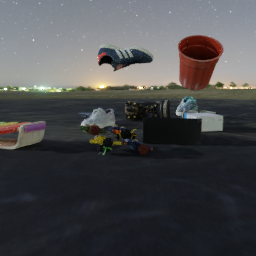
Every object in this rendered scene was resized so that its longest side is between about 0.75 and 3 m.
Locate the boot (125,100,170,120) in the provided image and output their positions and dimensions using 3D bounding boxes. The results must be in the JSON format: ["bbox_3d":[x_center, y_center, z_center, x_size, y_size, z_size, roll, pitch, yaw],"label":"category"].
[{"bbox_3d":[0.972,-0.877,14.155,2.239,1.088,2.974,2,4,5],"label":"boot"}]

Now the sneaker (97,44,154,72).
[{"bbox_3d":[-0.194,-3.532,14.747,2.994,1.265,1.122,9,-23,13],"label":"sneaker"}]

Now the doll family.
[{"bbox_3d":[-0.271,0.285,7.187,1.956,0.767,1.131,1,2,-18],"label":"doll family"}]

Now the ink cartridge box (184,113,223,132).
[{"bbox_3d":[3.036,-0.264,11.390,1.088,0.638,1.485,-2,9,-6],"label":"ink cartridge box"}]

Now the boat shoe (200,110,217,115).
[{"bbox_3d":[4.811,-0.817,16.646,1.026,0.383,0.476,12,5,32],"label":"boat shoe"}]

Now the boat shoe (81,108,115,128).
[{"bbox_3d":[-1.217,-0.452,12.074,0.866,0.824,2.405,4,9,29],"label":"boat shoe"}]

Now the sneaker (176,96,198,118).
[{"bbox_3d":[3.534,-1.254,16.354,1.110,1.234,2.859,0,8,-3],"label":"sneaker"}]

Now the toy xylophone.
[{"bbox_3d":[-3.830,0.170,8.065,2.769,0.696,2.028,2,9,15],"label":"toy xylophone"}]

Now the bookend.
[{"bbox_3d":[1.439,-0.018,9.062,1.738,0.800,1.727,2,8,11],"label":"bookend"}]

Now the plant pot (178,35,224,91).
[{"bbox_3d":[2.820,-2.561,11.414,1.743,1.695,1.743,-1,50,2],"label":"plant pot"}]

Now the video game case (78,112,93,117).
[{"bbox_3d":[-1.989,-0.854,17.410,1.833,0.174,1.310,-3,8,-29],"label":"video game case"}]
